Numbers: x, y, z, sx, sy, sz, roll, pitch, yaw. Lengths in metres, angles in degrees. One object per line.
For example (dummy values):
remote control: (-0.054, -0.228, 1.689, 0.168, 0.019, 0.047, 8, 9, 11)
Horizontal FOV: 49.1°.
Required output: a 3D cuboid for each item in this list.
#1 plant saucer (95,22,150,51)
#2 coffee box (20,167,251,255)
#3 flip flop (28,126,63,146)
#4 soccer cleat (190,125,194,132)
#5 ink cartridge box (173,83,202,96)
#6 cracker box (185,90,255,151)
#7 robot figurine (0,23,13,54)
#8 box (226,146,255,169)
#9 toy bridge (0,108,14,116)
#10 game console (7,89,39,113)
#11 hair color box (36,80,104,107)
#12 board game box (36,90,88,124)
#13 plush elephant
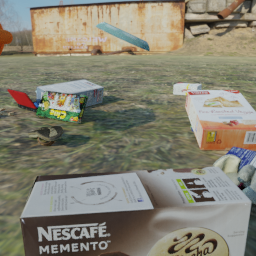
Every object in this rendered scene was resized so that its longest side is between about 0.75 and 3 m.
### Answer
plant saucer: (-0.114, -2.893, 8.767, 1.853, 0.254, 1.853, 22, 17, -7)
coffee box: (0.070, 1.268, 3.329, 2.331, 1.318, 0.930, -1, 17, -6)
flip flop: (-2.332, 0.258, 7.937, 0.695, 0.494, 1.715, -20, 11, -38)
soccer cleat: (2.472, -0.044, 8.971, 0.983, 0.318, 0.411, -7, 25, -16)
ink cartridge box: (3.154, -2.049, 14.811, 1.280, 0.534, 0.929, 9, 20, 26)
cracker box: (2.797, -0.336, 8.390, 1.723, 0.742, 2.572, 0, 30, 0)
robot figurine: (-3.792, -2.113, 6.248, 1.813, 1.470, 2.520, -32, 8, 11)
box: (3.118, 0.988, 5.690, 2.376, 0.385, 1.439, 11, 21, 35)
toy bridge: (-4.848, -0.615, 11.054, 0.334, 0.135, 0.995, -19, 26, -39)
game console: (-4.032, -1.213, 11.670, 1.502, 0.892, 1.295, 16, 24, 38)
hair color box: (-2.429, -1.407, 12.081, 1.316, 0.806, 2.658, 26, 30, 31)
board game box: (-2.441, -0.787, 10.239, 1.987, 1.041, 0.233, 9, -10, 27)
plush elephant: (2.054, 1.009, 4.736, 1.181, 1.111, 1.434, 35, 51, -16)
